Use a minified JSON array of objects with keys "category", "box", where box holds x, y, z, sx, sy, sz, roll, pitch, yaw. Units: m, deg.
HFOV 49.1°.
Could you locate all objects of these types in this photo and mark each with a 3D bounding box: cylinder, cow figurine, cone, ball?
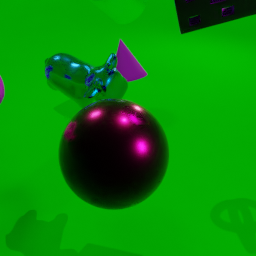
[{"category":"cylinder","box":[-0.316,-3.750,7.673,1.314,1.314,1.314,24,4,31]},{"category":"cow figurine","box":[-0.640,-0.703,3.936,1.290,1.270,0.708,30,77,2]},{"category":"cone","box":[-0.085,-1.674,6.808,0.959,0.962,0.959,-11,20,4]},{"category":"ball","box":[-0.134,0.248,2.756,1.072,1.072,1.072,0,34,0]}]

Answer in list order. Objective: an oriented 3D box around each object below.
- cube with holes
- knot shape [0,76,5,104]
[{"category":"cube with holes","box":[0.930,-1.874,2.907,1.071,1.071,1.071,-11,67,14]},{"category":"knot shape","box":[-2.728,-0.847,4.077,2.046,0.945,1.915,9,-3,37]}]
